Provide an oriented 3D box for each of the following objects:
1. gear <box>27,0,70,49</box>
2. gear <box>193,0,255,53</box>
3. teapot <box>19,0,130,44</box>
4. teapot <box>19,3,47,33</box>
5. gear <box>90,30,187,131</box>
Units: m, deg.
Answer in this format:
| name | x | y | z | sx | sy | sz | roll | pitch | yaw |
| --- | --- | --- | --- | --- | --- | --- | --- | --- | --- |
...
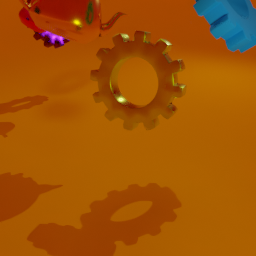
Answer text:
| name | x | y | z | sx | sy | sz | roll | pitch | yaw |
| --- | --- | --- | --- | --- | --- | --- | --- | --- | --- |
| gear | -2.555 | -3.502 | 9.156 | 0.316 | 1.708 | 1.708 | -8 | 19 | 36 |
| gear | 1.580 | -2.064 | 4.549 | 0.316 | 1.706 | 1.706 | -28 | 3 | 44 |
| teapot | -0.952 | -2.062 | 4.872 | 2.029 | 0.993 | 1.262 | 13 | 18 | -27 |
| teapot | -2.466 | -3.008 | 7.507 | 0.836 | 0.658 | 1.344 | 14 | 26 | -47 |
| gear | 0.127 | -0.671 | 4.111 | 1.406 | 1.406 | 0.260 | 11 | 19 | 20 |
